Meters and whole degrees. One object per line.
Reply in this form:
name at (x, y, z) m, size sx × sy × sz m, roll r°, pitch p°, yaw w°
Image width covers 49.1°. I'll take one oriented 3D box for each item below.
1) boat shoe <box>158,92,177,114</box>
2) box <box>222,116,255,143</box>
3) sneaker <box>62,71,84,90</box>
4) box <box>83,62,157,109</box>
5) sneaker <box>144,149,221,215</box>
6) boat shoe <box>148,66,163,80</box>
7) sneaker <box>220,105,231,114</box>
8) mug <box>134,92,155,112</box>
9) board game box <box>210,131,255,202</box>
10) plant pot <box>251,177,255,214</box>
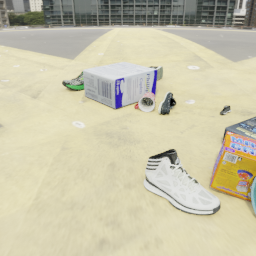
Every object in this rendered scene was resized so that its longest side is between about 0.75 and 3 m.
boat shoe at (1.945, -1.159, 13.080) m, size 0.605 × 0.681 × 1.823 m, roll 11°, pitch 29°, yaw 20°
box at (5.114, 0.543, 9.426) m, size 2.321 × 0.751 × 2.943 m, roll -16°, pitch 30°, yaw -32°
sneaker at (-2.631, -2.861, 16.158) m, size 2.555 × 1.088 × 0.997 m, roll -20°, pitch 32°, yaw -34°
box at (-0.399, -2.312, 14.494) m, size 2.879 × 1.510 × 2.647 m, roll -21°, pitch 33°, yaw -37°
sneaker at (1.344, 1.314, 7.220) m, size 2.202 × 1.267 × 0.831 m, roll 18°, pitch 31°, yaw 33°
boat shoe at (1.383, -3.277, 17.238) m, size 0.840 × 0.994 × 2.789 m, roll 7°, pitch 20°, yaw 23°
sneaker at (4.417, -0.842, 12.735) m, size 0.809 × 0.366 × 0.269 m, roll -19°, pitch 19°, yaw -37°
mug at (0.837, -1.300, 13.336) m, size 0.997 × 0.749 × 1.123 m, roll 7°, pitch 23°, yaw 9°
board game box at (3.064, 1.022, 7.616) m, size 1.219 × 1.218 × 1.218 m, roll 18°, pitch 28°, yaw 14°
plant pot at (4.075, 1.604, 6.411) m, size 1.628 × 1.662 × 1.662 m, roll -4°, pitch 25°, yaw -25°
